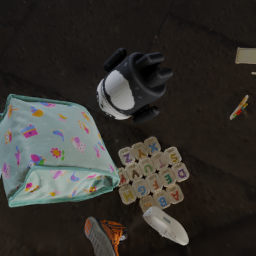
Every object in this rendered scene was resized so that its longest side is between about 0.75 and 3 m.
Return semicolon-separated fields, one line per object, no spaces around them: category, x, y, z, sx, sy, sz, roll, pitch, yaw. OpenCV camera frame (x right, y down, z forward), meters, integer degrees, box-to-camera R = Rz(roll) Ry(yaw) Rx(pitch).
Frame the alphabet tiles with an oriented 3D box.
alphabet tiles;0.650;1.351;8.134;2.078;0.152;2.033;-21;75;-6

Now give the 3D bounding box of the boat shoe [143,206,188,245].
boat shoe;1.000;2.696;7.550;1.395;0.478;0.502;37;35;-11

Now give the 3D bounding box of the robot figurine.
robot figurine;0.108;-1.158;7.800;1.430;2.291;1.721;23;52;-34

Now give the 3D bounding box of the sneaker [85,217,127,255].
sneaker;-0.355;2.743;6.842;0.959;1.712;0.664;13;105;-29

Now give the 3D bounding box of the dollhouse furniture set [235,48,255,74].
dollhouse furniture set;3.899;-2.144;8.569;1.062;0.691;0.976;-3;105;-41

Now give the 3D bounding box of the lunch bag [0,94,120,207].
lunch bag;-1.659;0.579;7.110;1.702;2.791;2.377;-49;53;28

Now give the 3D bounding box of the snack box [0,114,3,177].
snack box;-3.931;0.483;7.798;1.157;0.369;1.991;-5;53;5

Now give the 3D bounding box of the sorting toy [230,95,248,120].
sorting toy;3.207;-0.551;8.004;0.177;1.297;0.730;38;95;15
